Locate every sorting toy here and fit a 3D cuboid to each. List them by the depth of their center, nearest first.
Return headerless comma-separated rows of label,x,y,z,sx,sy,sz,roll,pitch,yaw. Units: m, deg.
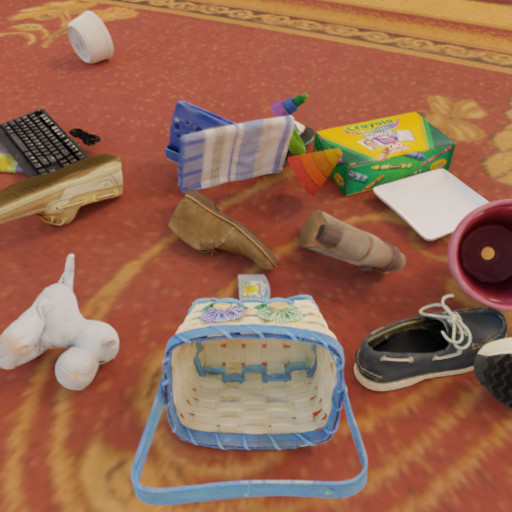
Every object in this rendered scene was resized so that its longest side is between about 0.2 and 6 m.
sorting toy,1.032,-2.403,11.162,0.929,0.935,2.697,-31,48,19

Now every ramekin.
ramekin,-4.810,-6.223,16.125,0.724,1.379,1.379,-39,53,-24

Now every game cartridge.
game cartridge,-0.031,0.584,9.123,0.513,0.156,0.770,2,41,-7

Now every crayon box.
crayon box,2.675,-2.205,11.880,2.534,0.738,1.505,-15,43,-16

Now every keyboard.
keyboard,-4.394,-2.469,12.205,1.796,0.384,2.990,-25,48,-27

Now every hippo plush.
hippo plush,-2.632,1.159,7.935,1.336,1.323,1.661,36,63,-5

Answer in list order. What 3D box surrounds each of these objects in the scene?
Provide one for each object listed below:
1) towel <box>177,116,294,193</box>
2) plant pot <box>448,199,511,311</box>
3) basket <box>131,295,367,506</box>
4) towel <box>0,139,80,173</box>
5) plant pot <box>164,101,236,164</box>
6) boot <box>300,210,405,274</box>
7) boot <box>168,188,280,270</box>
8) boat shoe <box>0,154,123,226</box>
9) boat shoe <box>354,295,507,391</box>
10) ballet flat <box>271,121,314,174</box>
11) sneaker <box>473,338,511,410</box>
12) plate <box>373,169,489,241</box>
towel,-0.383,-1.861,10.389,2.165,1.590,0.258,-14,64,-17
plant pot,3.757,-0.029,8.631,1.632,1.632,1.461,10,3,11
basket,-0.092,1.645,6.564,2.375,1.874,2.694,-2,34,0
towel,-4.988,-2.231,12.334,1.857,0.211,1.333,3,40,4
plant pot,-1.162,-2.355,11.329,1.276,1.147,1.276,21,14,-9
boot,1.613,-0.167,9.513,1.466,0.704,2.006,22,8,-9
boot,-0.586,-0.269,9.845,2.322,0.855,0.876,34,80,29
boat shoe,-3.643,-1.055,10.387,2.771,0.920,1.025,-28,33,-32
boat shoe,2.552,1.155,7.980,2.509,0.776,0.939,-11,42,-13
ballet flat,0.676,-2.541,12.241,0.705,0.709,2.073,4,37,34
sneaker,4.367,1.404,7.715,2.941,1.035,1.375,0,24,2
plate,3.446,-0.964,10.808,1.794,0.290,1.790,-17,45,-19
